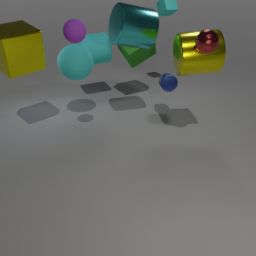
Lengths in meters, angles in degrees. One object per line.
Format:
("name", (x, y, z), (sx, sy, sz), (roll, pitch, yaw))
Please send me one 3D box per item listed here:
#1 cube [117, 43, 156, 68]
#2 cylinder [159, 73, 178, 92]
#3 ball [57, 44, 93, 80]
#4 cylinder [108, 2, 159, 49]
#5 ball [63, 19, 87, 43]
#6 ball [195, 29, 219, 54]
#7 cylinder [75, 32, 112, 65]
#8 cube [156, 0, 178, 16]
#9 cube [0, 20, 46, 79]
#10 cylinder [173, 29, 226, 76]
("cube", (0.352, -3.953, 13.085), (1.400, 1.400, 1.400), (-32, 75, -1))
("cylinder", (1.657, -1.893, 11.601), (0.700, 0.700, 0.700), (0, 18, -1))
("ball", (-2.073, -2.595, 11.092), (1.400, 1.400, 1.400), (0, 28, 0))
("cylinder", (0.182, -3.627, 10.027), (1.400, 1.400, 1.400), (0, 26, -25))
("ball", (-1.607, -2.924, 8.454), (0.700, 0.700, 0.700), (0, 28, 0))
("ball", (2.333, -2.544, 8.270), (0.700, 0.700, 0.700), (0, 28, 0))
("cylinder", (-1.641, -3.724, 13.265), (1.400, 1.400, 1.400), (-15, 31, -20))
("cube", (1.910, -5.942, 13.642), (0.700, 0.700, 0.700), (-14, 2, -26))
("cube", (-3.876, -2.758, 9.730), (1.400, 1.400, 1.400), (-28, 48, -34))
("cylinder", (2.331, -2.502, 9.354), (1.400, 1.400, 1.400), (-6, 29, -1))
